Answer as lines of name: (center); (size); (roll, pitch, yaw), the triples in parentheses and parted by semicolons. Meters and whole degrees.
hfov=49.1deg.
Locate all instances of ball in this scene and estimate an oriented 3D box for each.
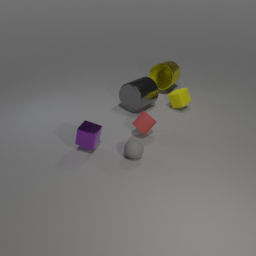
ball: (0.208, 0.735, 9.862); (0.700, 0.700, 0.700); (0, 29, 0)

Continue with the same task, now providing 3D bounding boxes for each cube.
cube: (-1.427, 0.254, 10.167); (0.700, 0.700, 0.700); (19, 32, 7)
cube: (2.490, -1.443, 13.486); (0.700, 0.700, 0.700); (-35, 20, -33)

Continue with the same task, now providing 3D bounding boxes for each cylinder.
cylinder: (2.055, -2.937, 15.490); (1.400, 1.400, 1.400); (13, 25, 23)
cylinder: (0.653, -0.211, 11.102); (0.700, 0.700, 0.700); (-49, 37, 4)
cylinder: (0.527, -1.628, 13.456); (1.400, 1.400, 1.400); (22, 36, 34)
